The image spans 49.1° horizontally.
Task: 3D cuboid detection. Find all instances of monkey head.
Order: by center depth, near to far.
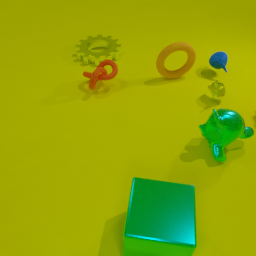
[{"bbox_3d":[2.686,0.169,7.709,1.893,1.141,1.362,19,52,-35],"label":"monkey head"}]

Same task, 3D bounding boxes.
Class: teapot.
[{"bbox_3d":[3.014,-1.287,9.588,0.720,0.567,1.158,1,37,21],"label":"teapot"},{"bbox_3d":[3.478,-2.513,10.644,0.696,0.548,1.120,-31,42,15],"label":"teapot"}]

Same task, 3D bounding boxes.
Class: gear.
[{"bbox_3d":[-1.241,-3.327,11.869,1.912,0.354,1.912,-1,46,1],"label":"gear"}]

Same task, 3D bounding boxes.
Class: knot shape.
[{"bbox_3d":[-1.058,-1.844,9.872,1.333,0.616,1.248,-16,27,29],"label":"knot shape"}]

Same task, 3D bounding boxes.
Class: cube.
[{"bbox_3d":[0.620,1.969,5.740,1.298,1.298,1.298,7,45,4],"label":"cube"}]

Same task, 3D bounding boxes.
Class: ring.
[{"bbox_3d":[1.752,-2.448,10.216,1.507,1.507,0.301,-9,49,-9],"label":"ring"}]
